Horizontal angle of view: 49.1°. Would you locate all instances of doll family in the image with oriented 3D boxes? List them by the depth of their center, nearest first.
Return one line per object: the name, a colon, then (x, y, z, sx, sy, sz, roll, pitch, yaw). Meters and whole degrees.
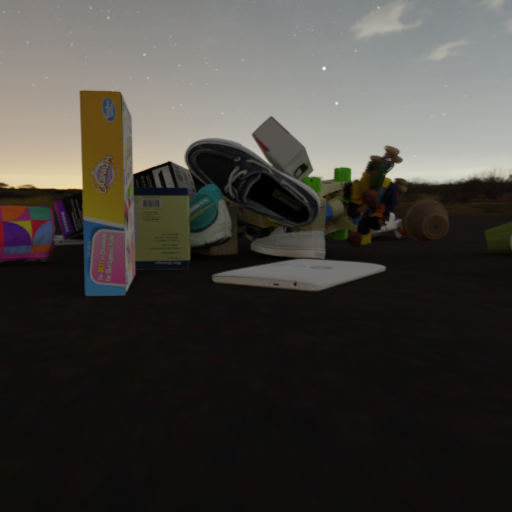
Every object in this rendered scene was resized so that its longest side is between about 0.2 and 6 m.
doll family: (1.898, -0.867, 9.225, 0.802, 1.182, 2.045, 19, -18, 33)

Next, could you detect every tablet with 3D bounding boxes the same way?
tablet: (0.650, 0.211, 7.446, 1.493, 0.157, 2.294, 4, 7, 32)

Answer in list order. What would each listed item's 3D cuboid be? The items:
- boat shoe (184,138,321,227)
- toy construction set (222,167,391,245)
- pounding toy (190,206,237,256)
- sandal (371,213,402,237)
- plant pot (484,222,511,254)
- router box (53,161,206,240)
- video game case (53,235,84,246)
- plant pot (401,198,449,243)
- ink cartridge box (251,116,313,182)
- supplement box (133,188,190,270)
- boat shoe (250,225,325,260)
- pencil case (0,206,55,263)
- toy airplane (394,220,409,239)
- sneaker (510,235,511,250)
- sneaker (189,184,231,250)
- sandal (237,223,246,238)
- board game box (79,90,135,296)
boat shoe: (-0.141, -1.241, 9.699, 2.630, 0.944, 0.892, 30, 20, 5)
toy construction set: (0.621, -1.051, 11.718, 2.620, 1.841, 3.996, -15, 9, -33)
pounding toy: (-1.043, -0.729, 11.125, 0.687, 1.319, 1.501, -4, 6, -33)
sandal: (3.425, -0.933, 15.530, 1.085, 0.656, 2.668, -19, -2, 25)
plant pot: (4.785, -0.317, 10.731, 0.717, 0.755, 0.755, -12, 1, 22)
router box: (-2.376, -1.078, 12.437, 2.590, 0.887, 3.473, -17, -2, 11)
video game case: (-4.725, -0.393, 13.784, 1.361, 0.172, 1.494, -3, 6, -35)
plant pot: (3.229, -0.615, 10.447, 0.859, 0.859, 0.749, 0, 12, 0)
ink cartridge box: (0.515, -1.901, 10.390, 0.918, 0.522, 1.260, 46, 3, 16)
supplement box: (-1.613, -0.422, 8.493, 1.202, 1.201, 0.807, -1, 5, -6)
boat shoe: (0.532, -0.257, 9.735, 0.589, 0.561, 1.636, 9, -2, -37)
pencil case: (-4.299, -0.276, 8.607, 2.305, 1.019, 1.019, -6, 7, -30)
toy airplane: (4.120, -0.750, 15.364, 0.714, 0.506, 0.717, 11, -26, -7)
sneaker: (4.545, -0.096, 7.830, 2.479, 0.939, 0.955, 0, -13, -18)
sneaker: (-1.598, -0.624, 10.338, 2.888, 1.150, 1.119, -8, 1, 37)
sandal: (-0.797, -0.672, 15.994, 1.776, 0.425, 0.667, -13, 7, -3)
board game box: (-1.702, -0.703, 6.564, 0.429, 2.129, 1.629, -1, 5, -9)
